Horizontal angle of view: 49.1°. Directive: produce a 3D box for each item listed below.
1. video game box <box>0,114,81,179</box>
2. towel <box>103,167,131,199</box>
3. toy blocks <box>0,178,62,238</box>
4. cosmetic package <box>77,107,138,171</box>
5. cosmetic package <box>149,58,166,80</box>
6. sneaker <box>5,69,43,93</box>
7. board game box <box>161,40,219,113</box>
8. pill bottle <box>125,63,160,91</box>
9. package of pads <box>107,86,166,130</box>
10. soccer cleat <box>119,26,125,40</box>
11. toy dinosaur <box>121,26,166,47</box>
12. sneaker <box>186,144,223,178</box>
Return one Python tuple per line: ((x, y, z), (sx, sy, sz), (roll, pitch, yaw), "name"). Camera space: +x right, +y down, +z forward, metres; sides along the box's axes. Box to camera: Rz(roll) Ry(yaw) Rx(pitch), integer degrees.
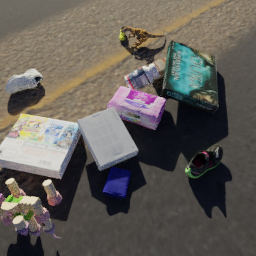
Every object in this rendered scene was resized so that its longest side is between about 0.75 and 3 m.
((-2.654, 0.486, 8.446), (2.047, 0.479, 1.865), (10, 50, 8), "video game box")
((-0.292, 1.522, 7.763), (0.635, 0.213, 0.860), (14, 50, 2), "towel")
((-2.445, 2.164, 6.547), (1.452, 1.308, 1.554), (-1, 33, 20), "toy blocks")
((-0.624, 0.292, 8.410), (1.241, 0.425, 1.646), (-22, 68, -18), "cosmetic package")
((1.332, -2.332, 10.891), (1.032, 0.450, 0.534), (-28, 67, -21), "cosmetic package")
((-3.804, -1.687, 10.317), (0.723, 0.544, 1.452), (34, 57, 26), "sneaker")
((2.319, -1.971, 10.294), (1.976, 0.411, 2.921), (18, 50, -7), "board game box")
((0.525, -1.816, 10.062), (1.149, 0.687, 0.687), (-27, 50, 10), "pill bottle")
((0.300, -0.709, 9.372), (1.791, 0.678, 1.079), (18, 51, 15), "package of pads")
((-0.259, -4.286, 12.698), (0.281, 0.363, 0.868), (3, 49, 3), "soccer cleat")
((0.697, -4.097, 12.304), (2.051, 0.620, 1.089), (13, 62, -3), "toy dinosaur")
((2.263, 0.891, 8.031), (1.438, 0.602, 0.552), (-35, 58, -27), "sneaker")
